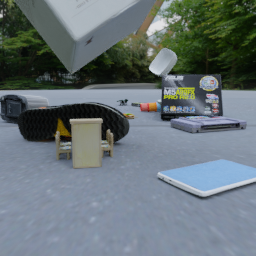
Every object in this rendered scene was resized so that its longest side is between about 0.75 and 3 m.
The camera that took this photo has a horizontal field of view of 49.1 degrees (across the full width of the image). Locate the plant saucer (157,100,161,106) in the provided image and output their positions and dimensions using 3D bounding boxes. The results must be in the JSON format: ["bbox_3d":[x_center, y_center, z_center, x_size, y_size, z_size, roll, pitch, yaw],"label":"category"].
[{"bbox_3d":[2.522,-0.857,11.867,2.559,0.642,2.559,-1,10,0],"label":"plant saucer"}]

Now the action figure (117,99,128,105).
[{"bbox_3d":[-0.279,-1.567,17.040,0.725,0.336,1.228,-1,3,5],"label":"action figure"}]

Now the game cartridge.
[{"bbox_3d":[2.456,-0.150,8.675,1.965,0.377,1.274,-4,14,-22],"label":"game cartridge"}]

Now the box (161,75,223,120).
[{"bbox_3d":[2.329,-1.142,10.401,2.187,1.752,0.484,2,-25,8],"label":"box"}]

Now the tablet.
[{"bbox_3d":[1.300,0.711,4.197,1.496,0.102,0.973,-5,10,-31],"label":"tablet"}]

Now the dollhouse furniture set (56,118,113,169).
[{"bbox_3d":[-0.804,0.175,5.235,1.066,0.808,1.216,-2,10,-12],"label":"dollhouse furniture set"}]

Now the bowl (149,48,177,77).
[{"bbox_3d":[1.581,-2.811,12.258,0.446,1.193,1.195,30,12,-35],"label":"bowl"}]

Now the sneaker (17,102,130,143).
[{"bbox_3d":[-1.237,-0.205,6.976,2.787,0.975,1.254,0,12,14],"label":"sneaker"}]

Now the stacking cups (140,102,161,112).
[{"bbox_3d":[1.500,-1.012,13.184,1.832,0.554,0.554,-3,10,-8],"label":"stacking cups"}]

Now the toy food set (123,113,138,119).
[{"bbox_3d":[-0.031,-0.463,10.926,0.619,0.180,0.896,6,11,30],"label":"toy food set"}]

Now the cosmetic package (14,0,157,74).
[{"bbox_3d":[-0.963,-2.683,5.163,1.978,2.363,1.966,-38,5,-14],"label":"cosmetic package"}]

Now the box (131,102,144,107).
[{"bbox_3d":[0.762,-1.345,16.102,0.732,0.202,0.913,-9,13,-42],"label":"box"}]

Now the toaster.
[{"bbox_3d":[-3.586,-0.695,9.885,1.761,1.001,1.138,6,9,33],"label":"toaster"}]
